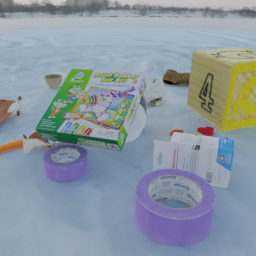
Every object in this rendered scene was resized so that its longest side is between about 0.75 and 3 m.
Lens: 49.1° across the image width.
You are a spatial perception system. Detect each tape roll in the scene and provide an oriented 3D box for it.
[{"bbox_3d":[1.092,1.805,6.692,1.876,0.797,1.876,1,26,0],"label":"tape roll"},{"bbox_3d":[-1.879,1.055,8.550,1.319,0.560,1.319,0,26,0],"label":"tape roll"}]

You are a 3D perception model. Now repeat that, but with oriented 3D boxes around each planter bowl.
[{"bbox_3d":[-4.315,-2.690,16.321,1.012,0.681,1.012,-1,26,0],"label":"planter bowl"}]

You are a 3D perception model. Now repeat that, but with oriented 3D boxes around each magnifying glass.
[{"bbox_3d":[-4.662,0.803,9.460,2.290,0.256,0.911,-16,29,-32],"label":"magnifying glass"}]

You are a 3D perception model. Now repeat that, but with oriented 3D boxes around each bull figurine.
[{"bbox_3d":[-5.622,-0.684,11.882,1.630,0.875,2.686,2,24,9],"label":"bull figurine"},{"bbox_3d":[-2.605,0.299,9.901,1.317,0.706,2.169,31,48,31],"label":"bull figurine"}]

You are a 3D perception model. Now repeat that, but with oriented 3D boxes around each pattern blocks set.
[{"bbox_3d":[2.349,0.557,9.966,2.642,0.214,2.322,-7,24,-15],"label":"pattern blocks set"}]

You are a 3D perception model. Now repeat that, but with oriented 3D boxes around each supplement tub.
[{"bbox_3d":[-0.078,-0.584,10.790,1.582,1.582,2.254,2,25,4],"label":"supplement tub"}]

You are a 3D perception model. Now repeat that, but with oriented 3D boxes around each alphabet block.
[{"bbox_3d":[4.477,-1.795,11.974,2.780,2.795,2.847,-10,27,-17],"label":"alphabet block"}]

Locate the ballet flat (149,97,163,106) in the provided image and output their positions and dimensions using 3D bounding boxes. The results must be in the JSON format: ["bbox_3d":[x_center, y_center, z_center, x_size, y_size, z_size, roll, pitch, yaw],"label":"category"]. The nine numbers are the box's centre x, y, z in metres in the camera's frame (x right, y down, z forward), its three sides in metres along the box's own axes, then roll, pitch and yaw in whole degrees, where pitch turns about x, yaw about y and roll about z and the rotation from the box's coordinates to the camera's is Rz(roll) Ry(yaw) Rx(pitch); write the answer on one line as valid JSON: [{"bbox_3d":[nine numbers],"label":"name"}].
[{"bbox_3d":[1.487,-1.326,13.889,0.389,0.365,1.075,36,38,21],"label":"ballet flat"}]

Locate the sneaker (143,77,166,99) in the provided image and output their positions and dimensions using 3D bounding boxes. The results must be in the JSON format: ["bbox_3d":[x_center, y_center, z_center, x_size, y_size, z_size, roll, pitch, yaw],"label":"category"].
[{"bbox_3d":[0.568,-1.767,13.687,2.593,1.039,0.912,-22,30,-11],"label":"sneaker"}]

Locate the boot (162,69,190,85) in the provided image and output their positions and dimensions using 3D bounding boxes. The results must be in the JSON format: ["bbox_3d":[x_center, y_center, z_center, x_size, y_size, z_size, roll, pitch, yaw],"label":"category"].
[{"bbox_3d":[3.178,-2.815,16.762,2.381,0.876,0.898,18,57,31],"label":"boot"}]

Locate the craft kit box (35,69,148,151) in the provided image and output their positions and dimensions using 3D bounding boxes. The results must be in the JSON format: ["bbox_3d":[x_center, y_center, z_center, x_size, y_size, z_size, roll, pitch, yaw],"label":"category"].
[{"bbox_3d":[-1.136,-0.762,9.379,2.951,0.716,2.914,6,52,21],"label":"craft kit box"}]

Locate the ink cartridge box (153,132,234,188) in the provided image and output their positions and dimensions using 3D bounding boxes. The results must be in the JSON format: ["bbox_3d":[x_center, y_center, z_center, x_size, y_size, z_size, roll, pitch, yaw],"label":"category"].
[{"bbox_3d":[1.864,0.865,8.143,2.152,1.248,0.730,8,26,16],"label":"ink cartridge box"}]
